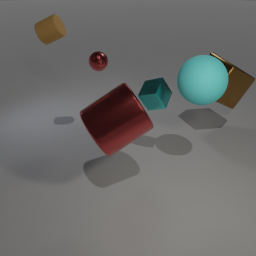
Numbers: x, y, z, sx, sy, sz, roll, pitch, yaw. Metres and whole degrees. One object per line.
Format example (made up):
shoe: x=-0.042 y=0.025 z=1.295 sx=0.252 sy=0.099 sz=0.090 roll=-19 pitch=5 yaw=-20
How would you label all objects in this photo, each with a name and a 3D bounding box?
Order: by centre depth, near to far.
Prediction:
cylinder: x=-0.285 y=-0.216 z=7.199 sx=1.400 sy=1.400 sz=1.400 roll=-33 pitch=32 yaw=1
ball: x=2.098 y=-1.349 z=7.937 sx=1.400 sy=1.400 sz=1.400 roll=0 pitch=28 yaw=0
cylinder: x=-2.392 y=-3.039 z=8.656 sx=0.700 sy=0.700 sz=0.700 roll=-19 pitch=25 yaw=15
cube: x=0.854 y=-1.054 z=8.782 sx=0.700 sy=0.700 sz=0.700 roll=-4 pitch=49 yaw=39
ball: x=-1.063 y=-2.397 z=10.076 sx=0.700 sy=0.700 sz=0.700 roll=0 pitch=28 yaw=0
cube: x=3.628 y=-1.808 z=10.775 sx=1.400 sy=1.400 sz=1.400 roll=17 pitch=25 yaw=-34
